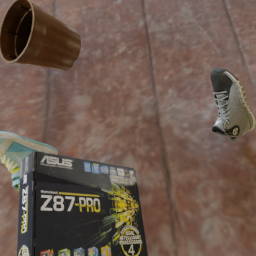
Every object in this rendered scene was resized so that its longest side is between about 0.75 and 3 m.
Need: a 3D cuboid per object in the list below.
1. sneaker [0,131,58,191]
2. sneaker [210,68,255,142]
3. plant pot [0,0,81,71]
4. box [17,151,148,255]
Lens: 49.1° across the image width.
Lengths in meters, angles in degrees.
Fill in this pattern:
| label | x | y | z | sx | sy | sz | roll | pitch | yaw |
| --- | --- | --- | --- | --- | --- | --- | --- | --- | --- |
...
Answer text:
| label | x | y | z | sx | sy | sz | roll | pitch | yaw |
| --- | --- | --- | --- | --- | --- | --- | --- | --- | --- |
| sneaker | -2.654 | 0.842 | 6.447 | 1.908 | 0.759 | 1.246 | 16 | 59 | -19 |
| sneaker | 2.539 | -0.479 | 7.346 | 1.171 | 0.761 | 2.027 | -40 | 106 | -17 |
| plant pot | -2.424 | -2.479 | 7.991 | 1.764 | 1.746 | 1.764 | -6 | 81 | 38 |
| box | -0.850 | 1.799 | 5.847 | 2.750 | 0.675 | 2.216 | 18 | 51 | -40 |
